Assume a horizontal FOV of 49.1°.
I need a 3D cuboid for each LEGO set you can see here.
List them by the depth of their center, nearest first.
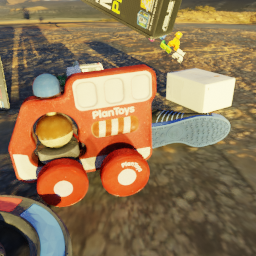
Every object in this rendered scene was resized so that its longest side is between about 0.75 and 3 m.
[{"bbox_3d":[1.382,-2.890,9.134,1.454,0.555,0.597,37,70,-2],"label":"LEGO set"}]

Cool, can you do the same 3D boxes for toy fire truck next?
[{"bbox_3d":[-0.793,0.030,5.153,2.667,2.240,1.496,-8,26,-10],"label":"toy fire truck"}]

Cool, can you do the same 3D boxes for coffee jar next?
[{"bbox_3d":[-3.010,-1.899,11.508,1.030,0.439,0.537,-22,33,-38],"label":"coffee jar"}]

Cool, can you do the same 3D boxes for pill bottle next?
[{"bbox_3d":[-1.822,-2.294,11.909,1.438,0.819,0.819,-11,27,-22],"label":"pill bottle"}]

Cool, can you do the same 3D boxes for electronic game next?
[{"bbox_3d":[-2.095,1.770,3.457,2.786,0.580,2.786,0,25,0],"label":"electronic game"}]

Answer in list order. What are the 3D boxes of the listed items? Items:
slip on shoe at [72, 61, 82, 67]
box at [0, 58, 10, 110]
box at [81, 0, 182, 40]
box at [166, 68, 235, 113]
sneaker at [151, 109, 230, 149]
[{"bbox_3d":[-2.311,-2.791,13.397,0.519,0.628,1.696,20,8,-34],"label":"slip on shoe"},{"bbox_3d":[-5.182,-1.823,9.625,1.633,1.880,2.846,-12,27,-23],"label":"box"},{"bbox_3d":[0.035,-1.731,2.425,1.209,1.510,0.334,37,46,24],"label":"box"},{"bbox_3d":[2.432,-1.340,9.654,1.405,0.981,1.845,-15,29,-29],"label":"box"},{"bbox_3d":[1.158,-0.094,7.056,2.633,0.923,1.026,-5,33,-7],"label":"sneaker"}]
